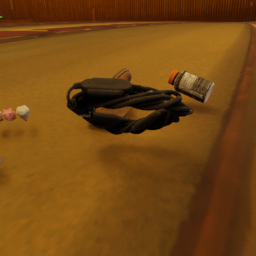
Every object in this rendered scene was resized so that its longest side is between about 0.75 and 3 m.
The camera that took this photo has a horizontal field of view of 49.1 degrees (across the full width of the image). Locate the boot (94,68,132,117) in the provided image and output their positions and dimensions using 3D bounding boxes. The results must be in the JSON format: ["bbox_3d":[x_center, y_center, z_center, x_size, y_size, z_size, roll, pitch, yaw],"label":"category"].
[{"bbox_3d":[-0.298,-0.879,8.406,1.005,0.980,2.663,26,43,3],"label":"boot"}]

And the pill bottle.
[{"bbox_3d":[1.962,-1.372,8.882,1.349,0.717,0.717,28,34,18],"label":"pill bottle"}]

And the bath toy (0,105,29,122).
[{"bbox_3d":[-3.135,-0.290,7.276,1.172,0.433,0.510,-12,39,-8],"label":"bath toy"}]

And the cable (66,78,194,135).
[{"bbox_3d":[0.066,-0.285,5.677,2.448,1.997,0.622,2,67,6],"label":"cable"}]
